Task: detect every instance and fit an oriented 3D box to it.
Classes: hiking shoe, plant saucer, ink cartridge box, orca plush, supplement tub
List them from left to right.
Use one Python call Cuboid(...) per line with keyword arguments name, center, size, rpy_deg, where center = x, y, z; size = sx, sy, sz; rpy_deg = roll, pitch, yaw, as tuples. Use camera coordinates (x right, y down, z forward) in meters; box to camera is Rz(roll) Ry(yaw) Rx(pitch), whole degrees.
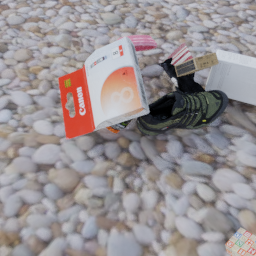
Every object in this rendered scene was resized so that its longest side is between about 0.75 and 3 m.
Cuboid(name="ink cartridge box", center=(-0.860, -1.026, 7.506), size=(2.548, 0.639, 2.066), rpy_deg=(-17, 72, 16))
Cuboid(name="supplement tub", center=(-0.150, -0.476, 7.975), size=(0.745, 1.216, 0.745), rpy_deg=(36, 19, -15))
Cuboid(name="plant saucer", center=(0.226, -2.874, 9.547), size=(1.520, 0.385, 1.520), rpy_deg=(-4, 7, 1))
Cuboid(name="hiking shoe", center=(1.569, -0.492, 7.744), size=(2.727, 1.373, 1.033), rpy_deg=(-18, 75, -2))
Cuboid(name="orca plush", center=(1.924, -1.695, 9.094), size=(1.113, 0.752, 2.116), rpy_deg=(4, 45, -37))
Cuboid(name="ink cartridge box", center=(1.967, -1.816, 8.045), size=(0.978, 0.806, 0.367), rpy_deg=(-21, 97, -33))

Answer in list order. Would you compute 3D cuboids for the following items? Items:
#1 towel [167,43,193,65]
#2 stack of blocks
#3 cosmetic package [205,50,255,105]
Cuboid(name="towel", center=(1.896, -2.408, 9.967), size=(0.129, 0.818, 1.136), rpy_deg=(20, 42, -40))
Cuboid(name="stack of blocks", center=(2.655, 2.622, 5.873), size=(0.581, 0.296, 1.009), rpy_deg=(-34, 32, -25))
Cuboid(name="cosmetic package", center=(3.644, -1.527, 8.731), size=(2.174, 1.227, 0.882), rpy_deg=(18, 40, 11))
